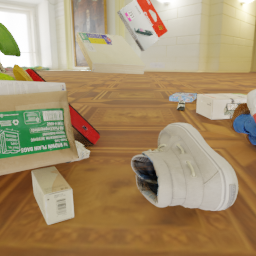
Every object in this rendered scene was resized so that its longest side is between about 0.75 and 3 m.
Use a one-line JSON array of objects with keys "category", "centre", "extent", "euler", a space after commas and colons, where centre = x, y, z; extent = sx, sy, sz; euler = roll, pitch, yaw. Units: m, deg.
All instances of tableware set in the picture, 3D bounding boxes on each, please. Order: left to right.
[{"category": "tableware set", "centre": [-2.173, -0.883, 6.304], "extent": [0.455, 2.966, 1.998], "euler": [-39, 31, -24]}]

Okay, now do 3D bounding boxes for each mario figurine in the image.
[{"category": "mario figurine", "centre": [3.289, 0.007, 5.426], "extent": [1.708, 1.467, 2.767], "euler": [-2, 13, -10]}]

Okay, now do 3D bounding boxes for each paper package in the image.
[{"category": "paper package", "centre": [-2.084, 0.211, 4.295], "extent": [2.079, 1.076, 1.982], "euler": [-8, -3, -31]}]

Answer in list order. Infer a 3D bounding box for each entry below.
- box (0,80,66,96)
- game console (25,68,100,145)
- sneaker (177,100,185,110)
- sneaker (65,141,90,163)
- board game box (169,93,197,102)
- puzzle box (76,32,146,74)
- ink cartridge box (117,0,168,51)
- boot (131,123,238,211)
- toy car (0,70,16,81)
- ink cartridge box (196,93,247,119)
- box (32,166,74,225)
[{"category": "box", "centre": [-1.868, -0.497, 4.468], "extent": [1.041, 0.262, 1.443], "euler": [-13, -4, 41]}, {"category": "game console", "centre": [-1.698, -0.567, 6.951], "extent": [0.355, 2.285, 2.021], "euler": [-46, 22, -7]}, {"category": "sneaker", "centre": [2.143, -0.930, 11.277], "extent": [0.329, 0.394, 0.889], "euler": [4, 16, 8]}, {"category": "sneaker", "centre": [-1.237, 0.434, 5.974], "extent": [0.534, 0.457, 1.226], "euler": [4, 16, -34]}, {"category": "board game box", "centre": [2.751, -1.534, 13.894], "extent": [1.088, 0.263, 1.439], "euler": [6, 15, 22]}, {"category": "puzzle box", "centre": [-0.671, -2.620, 9.618], "extent": [1.771, 0.338, 2.662], "euler": [-2, 38, -21]}, {"category": "ink cartridge box", "centre": [0.692, -4.273, 11.240], "extent": [1.572, 1.812, 0.394], "euler": [-40, 17, -13]}, {"category": "boot", "centre": [0.623, 0.468, 4.590], "extent": [1.184, 0.911, 2.478], "euler": [3, 14, -12]}, {"category": "toy car", "centre": [-3.293, -0.284, 6.082], "extent": [2.187, 1.640, 1.914], "euler": [-32, 59, -14]}, {"category": "ink cartridge box", "centre": [3.501, -0.806, 10.034], "extent": [1.745, 0.733, 1.270], "euler": [-3, 14, -10]}, {"category": "box", "centre": [-1.069, 0.896, 3.902], "extent": [0.359, 0.439, 0.924], "euler": [-9, 17, -27]}]
